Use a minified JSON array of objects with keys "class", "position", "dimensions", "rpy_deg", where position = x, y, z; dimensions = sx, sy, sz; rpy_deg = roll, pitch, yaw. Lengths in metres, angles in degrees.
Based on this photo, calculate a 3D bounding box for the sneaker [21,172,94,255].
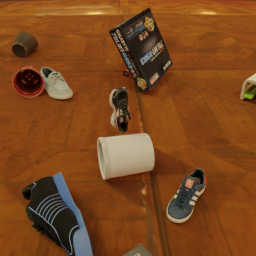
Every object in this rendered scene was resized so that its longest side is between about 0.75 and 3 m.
[{"class":"sneaker","position":[-1.549,1.973,5.947],"dimensions":[1.027,0.924,2.636],"rpy_deg":[-19,32,-20]}]

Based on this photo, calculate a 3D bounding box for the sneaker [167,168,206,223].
[{"class":"sneaker","position":[1.416,1.537,6.725],"dimensions":[0.601,0.677,1.602],"rpy_deg":[19,38,26]}]

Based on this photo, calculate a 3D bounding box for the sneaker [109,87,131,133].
[{"class":"sneaker","position":[-0.118,-0.442,7.355],"dimensions":[0.538,1.340,0.579],"rpy_deg":[-23,48,-21]}]

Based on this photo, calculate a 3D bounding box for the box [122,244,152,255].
[{"class":"box","position":[-0.251,3.317,3.984],"dimensions":[2.827,0.683,2.239],"rpy_deg":[-21,39,-29]}]

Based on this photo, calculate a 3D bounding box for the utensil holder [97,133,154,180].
[{"class":"utensil holder","position":[-0.080,0.743,7.571],"dimensions":[1.334,1.133,1.133],"rpy_deg":[-6,34,-14]}]

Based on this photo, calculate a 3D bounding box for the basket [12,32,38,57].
[{"class":"basket","position":[-5.976,-4.712,16.040],"dimensions":[1.285,0.969,1.425],"rpy_deg":[26,37,-15]}]

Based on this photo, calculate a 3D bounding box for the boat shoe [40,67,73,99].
[{"class":"boat shoe","position":[-3.145,-1.968,11.899],"dimensions":[0.847,0.865,2.428],"rpy_deg":[-22,39,-30]}]

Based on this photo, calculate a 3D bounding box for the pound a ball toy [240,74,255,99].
[{"class":"pound a ball toy","position":[6.115,-1.841,11.431],"dimensions":[1.809,1.179,2.775],"rpy_deg":[28,42,35]}]

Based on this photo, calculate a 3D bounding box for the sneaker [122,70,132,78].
[{"class":"sneaker","position":[0.210,-2.625,13.347],"dimensions":[0.975,0.393,0.364],"rpy_deg":[21,36,29]}]

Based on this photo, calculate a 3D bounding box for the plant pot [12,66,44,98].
[{"class":"plant pot","position":[-4.182,-2.050,11.853],"dimensions":[1.234,1.234,1.200],"rpy_deg":[-9,26,-13]}]

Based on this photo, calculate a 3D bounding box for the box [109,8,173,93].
[{"class":"box","position":[0.727,-3.417,12.177],"dimensions":[0.712,2.846,2.867],"rpy_deg":[-13,25,39]}]
